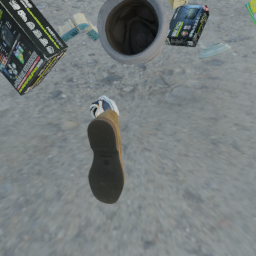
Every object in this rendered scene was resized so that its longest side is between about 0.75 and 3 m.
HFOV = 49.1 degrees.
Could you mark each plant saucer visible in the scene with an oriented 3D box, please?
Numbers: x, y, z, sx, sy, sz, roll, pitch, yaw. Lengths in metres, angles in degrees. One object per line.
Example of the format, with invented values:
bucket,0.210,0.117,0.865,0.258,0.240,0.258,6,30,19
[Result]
plant saucer,2.671,-2.451,8.729,1.010,0.254,1.010,-19,19,7

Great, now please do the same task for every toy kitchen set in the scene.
toy kitchen set,-1.625,-2.684,8.690,1.372,1.099,0.808,-29,76,15

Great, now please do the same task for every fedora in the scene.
fedora,0.150,-1.636,4.761,1.201,0.613,1.358,-35,69,14

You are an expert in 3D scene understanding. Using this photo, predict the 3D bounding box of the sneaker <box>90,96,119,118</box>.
sneaker,-0.535,-0.366,5.563,0.458,0.452,1.154,-26,12,-9

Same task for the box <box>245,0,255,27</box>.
box,3.567,-2.341,7.044,0.421,1.022,1.742,-29,57,30

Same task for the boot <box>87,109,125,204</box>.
boot,-0.237,0.401,3.702,0.495,1.345,0.508,7,27,10

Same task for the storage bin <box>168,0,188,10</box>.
storage bin,1.345,-4.328,8.361,0.521,1.104,1.112,-26,84,4

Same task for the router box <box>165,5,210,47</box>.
router box,1.910,-3.346,9.160,1.053,0.437,1.405,15,72,34

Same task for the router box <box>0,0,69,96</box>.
router box,-2.590,-1.957,6.714,1.685,2.249,0.699,52,53,-10
